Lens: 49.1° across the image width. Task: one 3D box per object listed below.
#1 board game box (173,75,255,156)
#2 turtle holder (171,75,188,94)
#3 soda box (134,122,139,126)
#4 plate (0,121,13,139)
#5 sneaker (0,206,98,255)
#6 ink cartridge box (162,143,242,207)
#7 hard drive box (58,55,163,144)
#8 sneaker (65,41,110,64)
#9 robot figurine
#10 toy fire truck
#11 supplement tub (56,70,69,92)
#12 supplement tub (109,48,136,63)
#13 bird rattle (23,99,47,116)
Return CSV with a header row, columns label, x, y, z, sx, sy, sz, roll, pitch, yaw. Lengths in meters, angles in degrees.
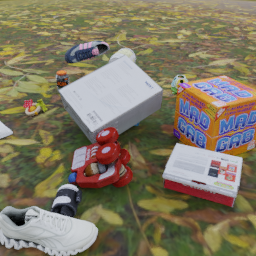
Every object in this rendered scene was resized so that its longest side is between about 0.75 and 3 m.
label,x,y,z,sx,sy,sz,roll,pitch,yaw
board game box,2.846,-0.357,9.020,1.927,1.926,1.926,-14,33,-21
turtle holder,2.349,-1.943,12.747,0.817,0.763,1.075,14,34,21
soda box,-0.665,-0.599,10.587,2.226,0.714,0.755,3,32,4
plate,-5.463,0.055,9.896,2.042,0.331,2.047,-25,39,-36
sneaker,-1.732,2.138,5.979,2.161,0.876,0.812,3,30,2
ink cartridge box,1.938,1.305,7.405,1.839,0.771,1.614,13,34,20
hard drive box,-0.561,-0.982,9.610,2.798,1.074,2.181,-32,61,-17
sneaker,-1.559,-2.980,10.903,1.840,0.646,0.755,-32,36,-26
robot figurine,-1.486,1.812,6.774,0.718,0.596,0.955,6,31,-4
toy fire truck,-0.848,0.985,7.877,1.655,1.105,1.970,-23,30,9
supplement tub,-2.998,-2.132,12.894,0.572,0.933,0.572,-1,31,0
supplement tub,-0.317,-3.544,15.006,1.139,1.139,1.571,10,33,16
bird rattle,-3.807,-0.825,11.215,0.988,0.557,0.806,3,48,11
